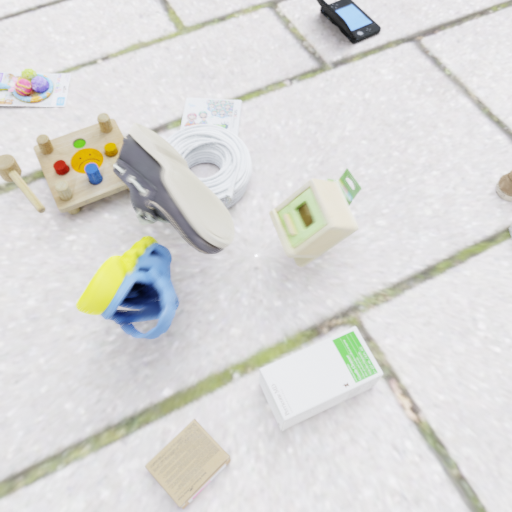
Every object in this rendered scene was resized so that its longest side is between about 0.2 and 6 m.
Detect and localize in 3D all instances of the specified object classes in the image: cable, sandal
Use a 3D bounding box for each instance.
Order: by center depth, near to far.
[{"bbox_3d":[-1.744,0.529,8.690,1.254,2.879,1.144,35,103,-5],"label":"sandal"},{"bbox_3d":[-1.047,-1.750,11.228,1.947,0.674,1.947,23,62,15],"label":"cable"}]

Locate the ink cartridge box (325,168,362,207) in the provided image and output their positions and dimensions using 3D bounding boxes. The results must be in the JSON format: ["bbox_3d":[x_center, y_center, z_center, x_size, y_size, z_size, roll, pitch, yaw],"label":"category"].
[{"bbox_3d":[1.374,-1.009,10.154,0.328,1.105,0.574,3,46,-35],"label":"ink cartridge box"}]

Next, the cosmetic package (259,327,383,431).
[{"bbox_3d":[1.003,1.967,8.997,1.751,0.743,0.942,-22,64,-14],"label":"cosmetic package"}]

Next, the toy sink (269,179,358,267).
[{"bbox_3d":[0.826,-0.510,9.475,0.800,1.427,0.930,0,62,-46],"label":"toy sink"}]

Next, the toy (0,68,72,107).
[{"bbox_3d":[-5.228,-3.869,12.599,1.899,0.448,1.093,-2,60,-1],"label":"toy"}]

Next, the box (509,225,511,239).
[{"bbox_3d":[5.153,-0.401,10.624,0.503,0.331,0.506,-1,60,-1],"label":"box"}]

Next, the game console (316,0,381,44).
[{"bbox_3d":[2.176,-5.960,13.583,1.310,0.867,1.489,-27,64,-15],"label":"game console"}]

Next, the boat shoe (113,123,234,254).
[{"bbox_3d":[-1.461,-0.940,9.164,1.070,1.239,3.410,-50,48,14],"label":"boat shoe"}]

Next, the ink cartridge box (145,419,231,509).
[{"bbox_3d":[-1.025,3.152,8.506,1.017,0.382,0.838,-40,68,-21],"label":"ink cartridge box"}]

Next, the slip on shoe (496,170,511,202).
[{"bbox_3d":[5.857,-1.594,11.151,2.069,0.627,0.787,-7,60,-4],"label":"slip on shoe"}]

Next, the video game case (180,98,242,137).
[{"bbox_3d":[-0.983,-2.995,12.254,1.254,0.149,1.142,3,59,2],"label":"video game case"}]

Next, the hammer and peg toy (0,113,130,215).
[{"bbox_3d":[-3.651,-1.648,11.055,2.495,0.880,1.835,-25,64,-14],"label":"hammer and peg toy"}]
